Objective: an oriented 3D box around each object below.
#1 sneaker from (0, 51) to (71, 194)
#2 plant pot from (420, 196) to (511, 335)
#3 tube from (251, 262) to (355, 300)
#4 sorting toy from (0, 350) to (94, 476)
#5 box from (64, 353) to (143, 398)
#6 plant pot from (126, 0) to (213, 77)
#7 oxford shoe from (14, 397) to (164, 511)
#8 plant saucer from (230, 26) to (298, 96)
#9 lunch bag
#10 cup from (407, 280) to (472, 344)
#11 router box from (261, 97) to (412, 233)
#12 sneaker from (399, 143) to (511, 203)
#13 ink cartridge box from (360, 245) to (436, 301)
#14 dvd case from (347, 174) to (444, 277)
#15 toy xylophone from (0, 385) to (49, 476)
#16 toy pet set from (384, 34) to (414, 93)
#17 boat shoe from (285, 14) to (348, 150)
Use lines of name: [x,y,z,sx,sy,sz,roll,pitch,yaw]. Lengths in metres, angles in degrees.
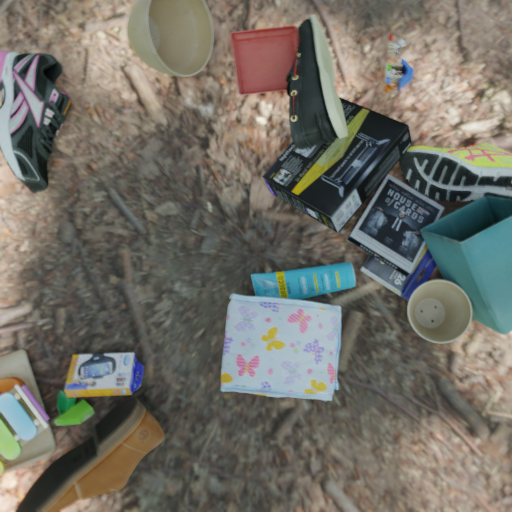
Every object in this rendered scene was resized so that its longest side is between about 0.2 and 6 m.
sneaker: [-4.338,-2.809,11.141,1.313,1.222,3.041,-11,80,-3]
plant pot: [4.324,0.242,10.267,1.506,1.505,2.131,-26,104,-5]
tube: [0.922,0.536,10.870,1.945,0.490,0.753,-11,97,0]
sorting toy: [-4.535,2.870,10.435,2.818,0.415,2.083,-21,80,-4]
box: [-2.809,2.210,10.441,1.340,0.278,0.798,-4,44,1]
plant pot: [-1.913,-4.527,11.360,1.207,1.798,1.798,8,77,38]
oxford shoe: [-2.983,3.978,9.941,3.162,1.128,1.127,-39,113,-2]
plant saucer: [0.243,-4.075,11.823,1.441,0.265,1.443,-8,80,-3]
lunch bag: [0.467,1.672,10.169,2.081,1.323,1.764,4,82,1]
cup: [3.356,1.070,10.554,1.152,0.824,1.152,-1,81,3]
router box: [1.550,-1.837,10.858,1.844,0.612,2.345,36,80,34]
sneaker: [4.180,-1.745,11.109,2.681,1.048,1.211,14,51,5]
ink cartridge box: [2.882,0.107,11.011,1.229,0.289,1.214,33,76,9]
dvd case: [2.750,-0.630,10.938,1.352,0.222,1.799,32,63,5]
toy xylophone: [-5.062,3.185,9.890,1.928,0.662,2.633,45,82,-1]
toy pet set: [2.937,-3.782,11.416,0.576,1.012,1.084,5,79,10]
boat shoe: [1.030,-3.472,10.901,1.037,1.211,3.310,-16,55,20]
